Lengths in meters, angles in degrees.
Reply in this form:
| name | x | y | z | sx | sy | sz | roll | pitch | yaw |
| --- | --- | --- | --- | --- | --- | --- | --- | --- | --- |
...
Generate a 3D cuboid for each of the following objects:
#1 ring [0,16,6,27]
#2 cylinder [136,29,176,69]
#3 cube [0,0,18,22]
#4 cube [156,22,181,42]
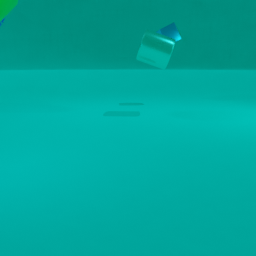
| name | x | y | z | sx | sy | sz | roll | pitch | yaw |
| --- | --- | --- | --- | --- | --- | --- | --- | --- | --- |
| ring | -4.879 | -4.144 | 9.490 | 2.012 | 2.012 | 0.402 | 6 | 3 | 23 |
| cylinder | 1.073 | -3.030 | 10.843 | 1.200 | 1.200 | 1.200 | 19 | 14 | 0 |
| cube | -2.661 | -2.658 | 5.265 | 0.885 | 0.885 | 0.885 | 32 | -31 | -13 |
| cube | 1.874 | -4.376 | 13.359 | 0.843 | 0.843 | 0.843 | -29 | 12 | -10 |
